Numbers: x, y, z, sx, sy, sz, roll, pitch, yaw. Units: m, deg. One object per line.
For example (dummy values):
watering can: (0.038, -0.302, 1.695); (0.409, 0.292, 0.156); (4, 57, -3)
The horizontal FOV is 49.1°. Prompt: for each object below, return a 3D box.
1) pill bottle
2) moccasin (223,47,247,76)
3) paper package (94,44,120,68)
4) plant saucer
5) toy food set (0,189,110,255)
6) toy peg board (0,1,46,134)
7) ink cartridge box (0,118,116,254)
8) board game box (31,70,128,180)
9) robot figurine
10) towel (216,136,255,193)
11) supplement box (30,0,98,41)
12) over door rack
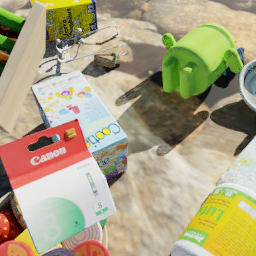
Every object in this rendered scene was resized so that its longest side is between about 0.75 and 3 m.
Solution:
pill bottle: (1.667, 2.315, 5.313); (1.327, 1.327, 2.390); (33, 57, 25)
moccasin: (3.822, -2.261, 9.787); (0.485, 0.572, 1.422); (20, 64, 33)
paper package: (-0.740, -2.596, 10.123); (0.731, 0.397, 0.766); (19, 52, 16)
plant saucer: (4.345, -1.174, 8.622); (2.048, 0.514, 2.048); (0, 69, 1)
toy food set: (-1.714, 2.290, 5.509); (2.798, 0.688, 2.827); (38, 67, 20)
toy peg board: (-1.818, -0.851, 3.960); (0.774, 1.576, 1.583); (22, 78, -14)
ink cartridge box: (-1.147, 0.921, 4.735); (1.467, 1.823, 0.457); (-22, 13, -24)
board game box: (-1.263, -0.002, 7.238); (1.427, 1.401, 2.721); (-23, 53, -18)
robot figurine: (2.256, -2.190, 8.920); (2.567, 1.692, 2.926); (24, 53, 35)
towel: (3.626, 1.215, 6.732); (2.033, 0.572, 2.375); (35, 62, 30)
supplement box: (-2.509, -4.516, 11.173); (2.343, 1.275, 1.283); (-16, 51, -13)
over door rack: (-1.410, -3.302, 10.322); (2.532, 0.843, 1.871); (-10, 44, -9)
